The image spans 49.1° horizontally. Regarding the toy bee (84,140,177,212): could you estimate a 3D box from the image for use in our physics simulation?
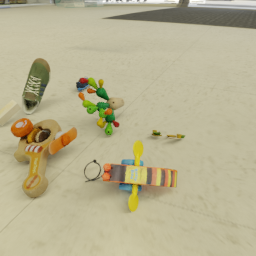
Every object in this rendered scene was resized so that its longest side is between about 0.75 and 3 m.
[{"bbox_3d":[-0.058,1.070,5.953,2.156,1.411,1.172,-19,-15,9],"label":"toy bee"}]

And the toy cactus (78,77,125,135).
[{"bbox_3d":[-0.646,-0.749,8.507,1.516,0.940,1.838,-19,77,-50],"label":"toy cactus"}]

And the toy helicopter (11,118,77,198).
[{"bbox_3d":[-2.056,0.631,6.856,1.561,0.931,2.361,-15,43,3],"label":"toy helicopter"}]

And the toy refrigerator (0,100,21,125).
[{"bbox_3d":[-3.835,-0.499,8.878,0.282,0.306,0.807,35,71,22],"label":"toy refrigerator"}]

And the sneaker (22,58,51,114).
[{"bbox_3d":[-3.122,-1.283,9.397,0.682,2.035,0.914,20,45,-13],"label":"sneaker"}]

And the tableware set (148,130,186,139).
[{"bbox_3d":[1.145,0.176,8.268,1.017,0.156,0.685,8,6,33],"label":"tableware set"}]

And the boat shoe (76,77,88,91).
[{"bbox_3d":[-1.859,-1.944,11.801,0.505,0.412,1.201,-19,19,11],"label":"boat shoe"}]
